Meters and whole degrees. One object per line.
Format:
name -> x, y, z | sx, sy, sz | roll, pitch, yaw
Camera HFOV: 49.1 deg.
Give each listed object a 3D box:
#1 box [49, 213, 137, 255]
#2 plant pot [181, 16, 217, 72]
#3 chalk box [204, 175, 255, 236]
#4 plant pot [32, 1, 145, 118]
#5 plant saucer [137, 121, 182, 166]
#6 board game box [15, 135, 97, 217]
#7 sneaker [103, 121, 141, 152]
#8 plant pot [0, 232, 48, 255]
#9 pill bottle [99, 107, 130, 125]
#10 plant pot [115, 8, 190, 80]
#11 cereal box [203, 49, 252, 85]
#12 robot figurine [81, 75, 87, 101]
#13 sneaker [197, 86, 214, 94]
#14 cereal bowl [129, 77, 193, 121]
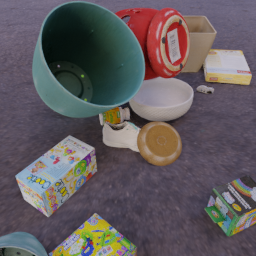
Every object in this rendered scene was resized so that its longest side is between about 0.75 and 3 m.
box -> -0.772, 3.032, 6.468 | 1.374, 0.871, 1.427 | 30, 48, 32
plant pot -> 2.786, -4.198, 14.285 | 2.509, 2.224, 2.512 | 0, 38, 0
chalk box -> 2.813, 2.128, 7.513 | 1.583, 0.981, 0.988 | -16, 43, -18
plant pot -> -1.385, -1.658, 8.234 | 2.993, 2.402, 2.993 | 10, 71, -29
plant saucer -> 1.108, 0.466, 9.476 | 1.601, 0.283, 1.601 | 4, 69, -10
board game box -> -2.034, 1.362, 8.349 | 1.098, 1.079, 2.095 | 25, 45, 27
sneaker -> 0.215, 0.214, 9.825 | 2.275, 1.007, 0.856 | 4, 38, 5
plant pot -> -2.482, 3.002, 6.133 | 1.654, 1.654, 1.108 | -6, 12, -7
pill bottle -> -0.529, -0.490, 10.978 | 1.142, 0.634, 0.634 | -8, 40, -10
plant pot -> 0.761, -2.883, 9.723 | 2.288, 2.512, 2.512 | 11, 38, 39
cereal box -> 4.964, -3.211, 14.362 | 2.085, 0.573, 2.898 | 6, 40, 7
robot figurine -> -1.769, -1.552, 11.592 | 2.573, 1.488, 2.257 | -15, 11, -16
sneaker -> 3.535, -1.725, 12.772 | 0.784, 0.293, 0.322 | 6, 40, 7
cereal bowl -> 1.283, -1.051, 11.269 | 2.567, 1.069, 2.567 | -1, 36, 0
